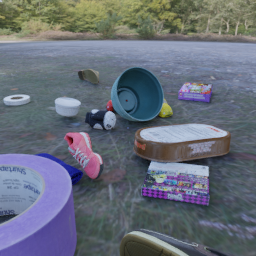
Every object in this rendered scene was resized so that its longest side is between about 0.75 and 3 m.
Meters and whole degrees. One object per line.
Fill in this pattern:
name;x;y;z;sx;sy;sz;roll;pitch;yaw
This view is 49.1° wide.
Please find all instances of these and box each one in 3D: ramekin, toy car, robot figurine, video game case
ramekin;-2.295;-0.790;10.636;0.968;0.451;0.968;9;24;-4
toy car;0.741;-1.282;12.027;2.804;0.625;2.638;8;26;20
robot figurine;-0.939;-0.277;9.635;1.055;0.659;0.793;7;30;17
video game case;1.122;1.198;6.422;1.424;0.255;1.291;5;22;13

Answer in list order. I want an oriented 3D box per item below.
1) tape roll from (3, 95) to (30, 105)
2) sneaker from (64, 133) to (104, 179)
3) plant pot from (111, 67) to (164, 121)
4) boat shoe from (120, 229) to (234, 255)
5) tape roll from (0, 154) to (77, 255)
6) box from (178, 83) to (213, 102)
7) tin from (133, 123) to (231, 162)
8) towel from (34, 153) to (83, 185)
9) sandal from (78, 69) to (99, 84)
tape roll;-5.043;-1.275;12.733;1.120;0.205;1.120;-1;22;0
sneaker;-1.125;0.653;6.720;0.649;0.551;1.496;15;29;-43
plant pot;0.165;-1.123;10.471;1.963;1.963;1.315;-13;-3;-29
boat shoe;1.122;2.037;3.571;2.646;0.969;0.858;22;22;28
tape roll;-2.212;1.508;4.456;2.692;1.144;2.692;-1;22;0
box;3.353;-1.786;13.728;1.421;0.406;2.076;7;23;18
tin;1.560;0.350;7.864;2.911;0.610;1.630;-5;22;-25
towel;-1.972;1.058;6.674;1.548;0.384;1.143;19;19;40
sandal;-2.118;-3.201;16.701;0.760;0.847;2.310;-25;27;-31
